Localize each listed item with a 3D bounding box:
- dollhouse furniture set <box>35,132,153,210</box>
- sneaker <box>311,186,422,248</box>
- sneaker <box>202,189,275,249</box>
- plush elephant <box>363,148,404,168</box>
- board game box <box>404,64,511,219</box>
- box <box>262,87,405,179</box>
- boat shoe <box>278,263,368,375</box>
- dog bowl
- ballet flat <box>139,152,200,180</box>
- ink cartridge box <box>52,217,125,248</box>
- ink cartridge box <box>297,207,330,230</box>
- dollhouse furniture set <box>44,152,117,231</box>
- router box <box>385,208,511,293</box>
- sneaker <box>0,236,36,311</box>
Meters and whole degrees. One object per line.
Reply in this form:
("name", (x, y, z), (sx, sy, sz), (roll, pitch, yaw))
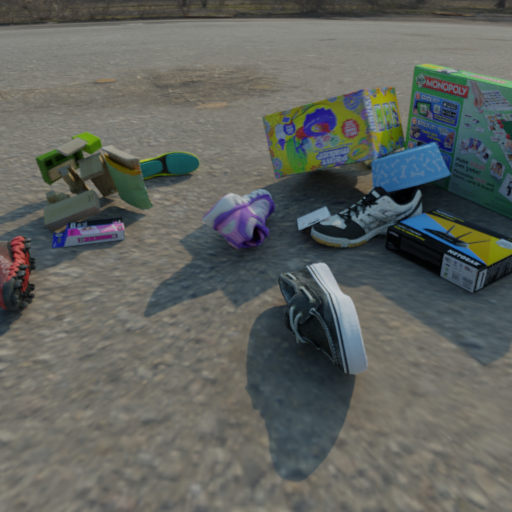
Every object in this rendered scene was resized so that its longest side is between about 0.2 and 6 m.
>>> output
("dollhouse furniture set", (-3.724, -1.833, 12.684), (2.785, 1.392, 1.075), (27, 50, 32))
("sneaker", (2.264, -0.907, 11.509), (2.498, 1.095, 0.945), (-12, 33, -19))
("sneaker", (-0.139, -0.673, 11.363), (1.053, 0.958, 2.381), (49, 24, 7))
("plush elephant", (3.332, -3.455, 15.748), (1.491, 1.401, 1.810), (-12, 31, -21))
("board game box", (5.138, -2.678, 12.958), (0.598, 2.766, 4.110), (-15, 33, -26))
("box", (1.947, -3.001, 13.638), (2.558, 1.560, 2.464), (-7, 12, 32))
("boat shoe", (0.915, 0.971, 8.474), (0.976, 0.992, 2.753), (-12, 20, -3))
("dog bowl", (3.476, -2.046, 12.829), (1.687, 0.750, 3.027), (-13, 8, 19))
("ballet flat", (-2.450, -2.404, 14.731), (1.879, 0.628, 0.630), (-13, 22, -18))
("ink cartridge box", (-3.486, -0.489, 11.634), (1.467, 0.272, 0.695), (-10, 30, -12))
("ink cartridge box", (1.216, -0.717, 11.666), (0.694, 0.215, 0.856), (-23, 19, 10))
("dollhouse furniture set", (-3.810, -1.159, 12.632), (1.461, 1.251, 1.536), (-20, 55, 3))
("router box", (3.790, -0.177, 10.745), (1.566, 0.536, 2.099), (-20, 35, -31))
("sneaker", (-4.378, 0.345, 9.592), (1.052, 0.761, 2.153), (-9, 28, -17))
